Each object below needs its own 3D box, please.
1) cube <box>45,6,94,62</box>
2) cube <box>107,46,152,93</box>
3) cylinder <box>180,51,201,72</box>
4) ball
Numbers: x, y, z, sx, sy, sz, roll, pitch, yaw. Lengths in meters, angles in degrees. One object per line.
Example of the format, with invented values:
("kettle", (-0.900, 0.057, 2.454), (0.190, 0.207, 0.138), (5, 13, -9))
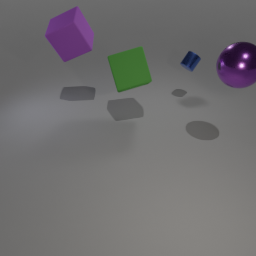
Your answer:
("cube", (-2.390, -3.903, 11.706), (1.400, 1.400, 1.400), (-18, 45, 17))
("cube", (0.056, -2.311, 11.318), (1.400, 1.400, 1.400), (-16, 5, 0))
("cylinder", (2.919, -3.109, 13.080), (0.700, 0.700, 0.700), (34, 6, -4))
("ball", (3.438, -1.918, 8.593), (1.400, 1.400, 1.400), (0, 32, 0))
